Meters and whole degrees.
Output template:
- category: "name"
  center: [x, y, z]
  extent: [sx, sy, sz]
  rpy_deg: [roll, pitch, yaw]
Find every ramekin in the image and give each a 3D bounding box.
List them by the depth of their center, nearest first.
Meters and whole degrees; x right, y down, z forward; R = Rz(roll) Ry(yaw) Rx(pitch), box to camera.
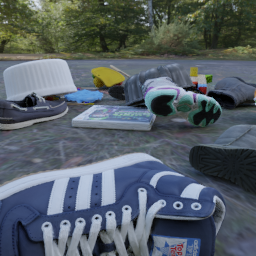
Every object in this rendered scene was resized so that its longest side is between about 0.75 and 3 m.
- category: "ramekin"
  center: [-3.392, -1.744, 10.722]
  extent: [2.649, 1.291, 2.649]
  rpy_deg: [-12, 6, 1]

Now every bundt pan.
- category: "bundt pan"
  center: [1.052, -1.625, 10.370]
  extent: [2.698, 1.013, 2.698]
  rpy_deg: [-15, 0, 0]

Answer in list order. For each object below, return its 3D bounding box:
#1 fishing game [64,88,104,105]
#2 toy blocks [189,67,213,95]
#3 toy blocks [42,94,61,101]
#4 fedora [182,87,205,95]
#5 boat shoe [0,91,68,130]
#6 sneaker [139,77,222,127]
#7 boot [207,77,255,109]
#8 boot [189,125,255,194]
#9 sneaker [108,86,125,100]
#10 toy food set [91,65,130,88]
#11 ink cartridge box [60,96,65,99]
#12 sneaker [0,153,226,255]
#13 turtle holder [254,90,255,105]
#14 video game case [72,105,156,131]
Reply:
- category: "fishing game"
  center: [-1.880, -1.330, 12.177]
  extent: [1.701, 0.369, 2.375]
  rpy_deg: [-2, 24, -5]
- category: "toy blocks"
  center: [2.388, -1.795, 12.487]
  extent: [2.737, 1.368, 1.871]
  rpy_deg: [3, 28, 11]
- category: "toy blocks"
  center: [-3.126, -1.083, 10.928]
  extent: [1.024, 0.749, 1.498]
  rpy_deg: [12, 18, 0]
- category: "fedora"
  center: [2.204, -0.903, 10.024]
  extent: [1.197, 1.197, 0.547]
  rpy_deg: [10, 50, 31]
- category: "boat shoe"
  center: [-2.963, -0.708, 9.039]
  extent: [1.044, 0.902, 2.875]
  rpy_deg: [9, 19, 27]
- category: "sneaker"
  center: [1.500, -0.973, 8.404]
  extent: [2.513, 0.977, 1.758]
  rpy_deg: [14, 29, -26]
- category: "boot"
  center: [4.097, -1.527, 11.824]
  extent: [1.903, 1.009, 2.891]
  rpy_deg: [-11, 15, -18]
- category: "boot"
  center: [2.475, 0.495, 5.548]
  extent: [1.969, 0.786, 2.166]
  rpy_deg: [20, 18, 40]
- category: "sneaker"
  center: [-0.224, -1.579, 12.795]
  extent: [1.642, 0.620, 0.945]
  rpy_deg: [1, 6, -23]
- category: "toy food set"
  center: [-1.137, -2.760, 16.262]
  extent: [1.707, 0.948, 2.902]
  rpy_deg: [30, 27, 12]
- category: "ink cartridge box"
  center: [-3.342, -1.928, 12.902]
  extent: [1.423, 1.034, 1.029]
  rpy_deg: [-2, 16, -10]
- category: "sneaker"
  center: [-0.239, 1.091, 2.789]
  extent: [2.985, 1.046, 1.620]
  rpy_deg: [-16, 25, -38]
- category: "turtle holder"
  center: [4.889, -0.805, 8.733]
  extent: [1.460, 2.056, 1.562]
  rpy_deg: [-12, -19, -37]
- category: "video game case"
  center: [-0.317, -0.381, 9.056]
  extent: [2.349, 0.274, 2.135]
  rpy_deg: [3, 17, 11]
